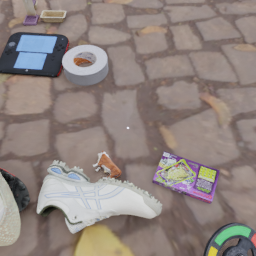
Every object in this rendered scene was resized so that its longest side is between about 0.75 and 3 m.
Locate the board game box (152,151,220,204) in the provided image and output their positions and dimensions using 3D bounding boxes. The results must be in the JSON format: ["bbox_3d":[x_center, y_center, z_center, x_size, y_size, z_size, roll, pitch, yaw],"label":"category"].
[{"bbox_3d":[1.279,1.065,6.154,1.305,0.211,0.783,19,53,13],"label":"board game box"}]

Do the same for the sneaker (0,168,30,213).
[{"bbox_3d":[-3.266,1.188,5.621,2.536,1.239,0.896,19,57,-16],"label":"sneaker"}]

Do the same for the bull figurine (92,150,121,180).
[{"bbox_3d":[-0.502,0.849,6.261,0.464,0.249,0.765,-38,62,-22],"label":"bull figurine"}]

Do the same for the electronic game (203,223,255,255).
[{"bbox_3d":[1.867,2.326,4.860,1.318,0.274,1.318,2,83,-19],"label":"electronic game"}]

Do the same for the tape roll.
[{"bbox_3d":[-1.209,-1.813,8.026,1.275,0.421,1.275,0,54,-1],"label":"tape roll"}]

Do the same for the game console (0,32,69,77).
[{"bbox_3d":[-2.809,-2.240,8.410,1.881,0.292,1.663,4,55,4],"label":"game console"}]

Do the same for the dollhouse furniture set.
[{"bbox_3d":[-2.808,-4.203,9.334,1.448,1.028,1.148,1,55,1],"label":"dollhouse furniture set"}]

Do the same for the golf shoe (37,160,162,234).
[{"bbox_3d":[-0.609,1.537,5.452,2.479,0.970,1.205,11,61,19],"label":"golf shoe"}]

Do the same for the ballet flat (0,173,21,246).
[{"bbox_3d":[-2.598,0.849,4.591,0.930,0.860,2.759,-19,97,-3],"label":"ballet flat"}]
